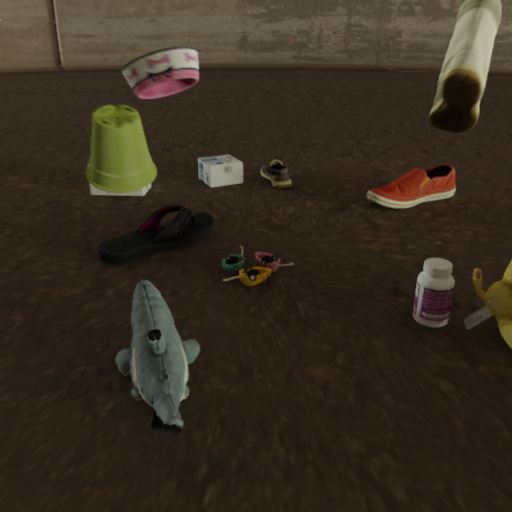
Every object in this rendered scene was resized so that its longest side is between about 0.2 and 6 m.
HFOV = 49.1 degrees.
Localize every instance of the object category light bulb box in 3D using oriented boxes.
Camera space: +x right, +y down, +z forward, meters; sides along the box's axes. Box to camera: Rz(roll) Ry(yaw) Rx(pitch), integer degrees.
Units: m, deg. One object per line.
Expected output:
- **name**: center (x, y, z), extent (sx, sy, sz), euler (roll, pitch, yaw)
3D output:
- **light bulb box**: center (-0.990, -2.339, 15.359), extent (0.972, 0.612, 0.980), euler (-11, 26, -23)

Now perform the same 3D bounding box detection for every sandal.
- **sandal**: center (-1.883, -0.545, 11.293), extent (1.037, 0.660, 2.758), euler (20, 31, 37)

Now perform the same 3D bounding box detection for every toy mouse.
- **toy mouse**: center (-0.102, 0.180, 10.148), extent (1.438, 0.278, 1.278), euler (-8, 26, -19)

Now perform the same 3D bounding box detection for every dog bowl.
- **dog bowl**: center (-2.012, -3.932, 12.192), extent (1.692, 0.624, 1.692), euler (-17, 6, 2)

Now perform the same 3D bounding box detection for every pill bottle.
- **pill bottle**: center (2.701, 0.547, 8.487), extent (0.543, 0.967, 0.543), euler (0, 25, 0)

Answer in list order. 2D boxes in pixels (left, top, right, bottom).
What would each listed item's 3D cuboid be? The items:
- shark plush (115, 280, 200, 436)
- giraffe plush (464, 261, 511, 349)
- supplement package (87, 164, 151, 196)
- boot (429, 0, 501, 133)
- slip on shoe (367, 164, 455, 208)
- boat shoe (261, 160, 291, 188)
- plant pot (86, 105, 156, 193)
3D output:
- **shark plush**: center (-1.305, 1.271, 6.781), extent (1.133, 1.039, 2.494), euler (-1, 24, -3)
- **giraffe plush**: center (4.183, 0.700, 8.010), extent (1.500, 1.596, 1.850), euler (0, -13, -25)
- **supplement package**: center (-3.510, -2.055, 14.458), extent (1.379, 0.826, 0.836), euler (2, 24, 4)
- **boot**: center (3.140, -2.831, 8.397), extent (0.700, 1.503, 1.944), euler (14, -9, 14)
- **slip on shoe**: center (3.842, -1.741, 13.794), extent (2.674, 0.818, 0.990), euler (-14, 29, -24)
- **boat shoe**: center (0.570, -2.369, 15.450), extent (0.665, 0.589, 1.818), euler (-7, 25, -16)
- **plant pot**: center (-2.309, -1.875, 9.430), extent (1.204, 1.143, 1.204), euler (3, 43, -3)
